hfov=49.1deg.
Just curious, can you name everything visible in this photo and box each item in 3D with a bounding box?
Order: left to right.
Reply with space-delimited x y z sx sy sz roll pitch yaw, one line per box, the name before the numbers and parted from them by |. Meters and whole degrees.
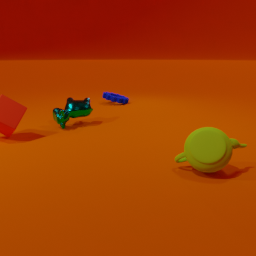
cube | -3.323 -0.315 7.607 0.743 0.743 0.743 31 -33 -21
cow figurine | -1.746 -0.505 8.952 1.253 0.688 1.233 -2 33 -6
gear | -0.578 -1.407 13.054 1.218 0.225 1.218 14 14 -4
teapot | 1.647 0.459 5.595 1.471 0.915 0.720 -16 -26 11
